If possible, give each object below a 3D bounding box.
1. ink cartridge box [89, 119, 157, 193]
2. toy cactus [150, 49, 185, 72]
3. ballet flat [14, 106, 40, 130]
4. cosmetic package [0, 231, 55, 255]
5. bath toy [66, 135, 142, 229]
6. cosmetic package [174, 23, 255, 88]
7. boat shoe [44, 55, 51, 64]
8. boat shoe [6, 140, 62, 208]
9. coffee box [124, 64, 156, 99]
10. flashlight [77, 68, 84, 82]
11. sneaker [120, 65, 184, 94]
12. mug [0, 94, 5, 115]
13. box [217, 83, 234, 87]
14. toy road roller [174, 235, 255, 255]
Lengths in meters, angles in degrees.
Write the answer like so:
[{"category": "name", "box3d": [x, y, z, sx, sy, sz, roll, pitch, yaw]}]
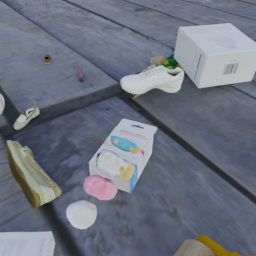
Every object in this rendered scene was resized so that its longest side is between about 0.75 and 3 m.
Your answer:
[{"category": "ink cartridge box", "box3d": [-0.058, 0.737, 8.419, 1.289, 0.759, 2.238, 15, 41, 18]}, {"category": "toy cactus", "box3d": [1.967, -3.223, 13.296, 1.900, 1.178, 2.303, 8, 47, 24]}, {"category": "ballet flat", "box3d": [-3.719, -0.409, 10.165, 0.413, 0.382, 1.224, 17, 42, 20]}, {"category": "cosmetic package", "box3d": [-2.498, 3.183, 5.508, 1.684, 0.577, 2.234, -2, 38, 1]}, {"category": "bath toy", "box3d": [-0.523, 1.144, 5.917, 0.895, 2.058, 0.761, 34, -6, -14]}, {"category": "cosmetic package", "box3d": [3.685, -3.141, 11.877, 2.554, 1.575, 2.562, -9, 46, -14]}, {"category": "boat shoe", "box3d": [-4.056, -3.515, 14.122, 0.309, 0.290, 0.859, -7, 39, -8]}, {"category": "boat shoe", "box3d": [-2.743, 1.159, 7.869, 0.767, 0.889, 2.438, -17, 42, -35]}, {"category": "coffee box", "box3d": [0.628, -1.917, 11.542, 1.486, 0.850, 0.592, -34, 74, -34]}, {"category": "flashlight", "box3d": [-2.166, -2.410, 12.738, 0.298, 0.299, 0.880, -5, 38, -6]}, {"category": "sneaker", "box3d": [0.913, -1.870, 10.382, 2.469, 0.989, 0.868, -6, 57, -15]}, {"category": "mug", "box3d": [-5.431, -0.862, 10.209, 1.528, 1.862, 1.491, 30, 7, 20]}, {"category": "box", "box3d": [4.209, -2.152, 12.334, 0.752, 0.392, 0.685, -5, 40, -6]}, {"category": "toy road roller", "box3d": [1.849, 2.857, 4.939, 2.451, 1.789, 1.506, 28, 46, 30]}]
